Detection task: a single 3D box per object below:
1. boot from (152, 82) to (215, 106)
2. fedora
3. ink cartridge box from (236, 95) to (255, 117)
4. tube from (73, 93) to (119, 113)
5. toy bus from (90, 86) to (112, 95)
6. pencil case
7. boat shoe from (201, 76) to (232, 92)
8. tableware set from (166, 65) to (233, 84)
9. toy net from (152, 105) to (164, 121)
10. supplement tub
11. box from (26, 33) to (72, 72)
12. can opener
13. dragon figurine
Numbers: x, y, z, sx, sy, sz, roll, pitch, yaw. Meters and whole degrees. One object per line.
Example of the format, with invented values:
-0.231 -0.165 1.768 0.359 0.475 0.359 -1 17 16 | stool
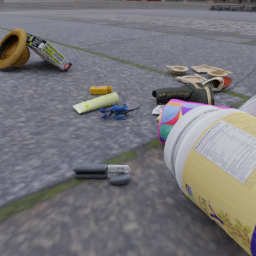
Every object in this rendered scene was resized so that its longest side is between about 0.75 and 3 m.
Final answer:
1.628 -0.815 8.521 1.601 0.897 2.315 -5 14 1 | boot
-5.236 -3.510 13.010 2.298 2.298 0.937 26 -5 40 | fedora
2.879 0.247 4.855 0.592 1.686 2.075 -38 81 -17 | ink cartridge box
-0.981 -0.778 8.855 1.433 0.372 0.416 -19 -6 -24 | tube
-0.963 -1.351 10.040 0.757 0.246 0.296 -1 27 -2 | toy bus
2.084 -0.007 6.482 2.729 1.206 1.206 7 28 14 | pencil case
3.150 -1.583 10.060 1.484 0.528 0.464 -13 0 -17 | boat shoe
2.998 -2.381 11.983 2.567 0.298 2.144 -11 29 -20 | tableware set
1.178 -0.380 8.071 0.779 0.287 1.484 -9 29 -12 | toy net
1.843 0.740 4.345 1.750 1.750 2.407 -14 30 -24 | supplement tub
-3.829 -3.543 12.997 0.485 1.536 2.792 -53 44 -4 | box
-0.521 0.918 5.576 1.173 0.313 0.392 0 26 2 | can opener
-0.216 -0.465 8.198 1.237 0.364 0.615 2 27 5 | dragon figurine
